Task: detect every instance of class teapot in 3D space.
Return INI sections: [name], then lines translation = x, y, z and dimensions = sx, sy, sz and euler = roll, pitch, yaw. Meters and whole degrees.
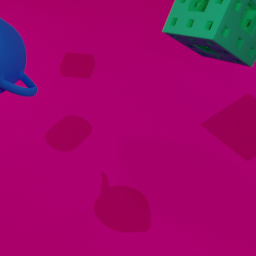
[teapot]
translation = -1.779, -0.960, 3.517
dimensions = 1.724, 1.072, 0.844
euler = 43, 29, 13

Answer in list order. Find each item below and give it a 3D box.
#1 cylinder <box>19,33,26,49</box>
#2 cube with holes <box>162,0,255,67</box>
[cylinder]
translation = -2.531, -1.519, 5.413
dimensions = 0.808, 0.808, 0.808
euler = 2, 44, -46
[cube with holes]
translation = 1.734, -2.086, 5.217
dimensions = 1.299, 1.299, 1.299
euler = 15, 12, -38
